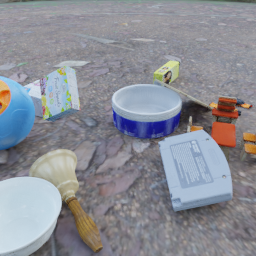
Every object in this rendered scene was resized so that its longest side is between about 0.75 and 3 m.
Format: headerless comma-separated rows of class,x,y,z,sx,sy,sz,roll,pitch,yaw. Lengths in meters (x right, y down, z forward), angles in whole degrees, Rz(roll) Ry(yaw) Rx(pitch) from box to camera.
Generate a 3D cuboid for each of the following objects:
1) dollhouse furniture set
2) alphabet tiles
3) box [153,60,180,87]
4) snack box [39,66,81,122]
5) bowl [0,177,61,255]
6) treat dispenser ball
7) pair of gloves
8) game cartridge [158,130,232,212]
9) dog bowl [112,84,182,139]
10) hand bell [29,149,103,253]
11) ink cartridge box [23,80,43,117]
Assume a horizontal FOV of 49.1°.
dollhouse furniture set,3.467,-0.046,10.150,2.532,1.305,2.505,9,33,14
alphabet tiles,2.504,-1.406,12.052,2.910,0.092,2.421,14,17,-46
box,2.132,-2.926,15.265,0.599,0.900,2.391,15,36,25
snack box,-2.176,-1.064,8.887,1.215,1.441,0.488,-18,-16,28
bowl,-2.671,2.276,6.657,2.259,1.015,2.259,0,32,0
treat dispenser ball,-4.589,-0.511,9.731,2.578,2.578,2.578,0,32,0
pair of gloves,4.729,-1.078,12.894,1.496,0.208,1.680,27,40,37
game cartridge,2.002,1.162,8.439,1.835,0.557,2.753,-16,36,8
dog bowl,0.756,-0.759,11.503,2.801,1.103,2.801,0,32,0
hand bell,-1.422,2.004,7.303,1.443,1.443,2.772,-19,49,-28
ink cartridge box,-3.701,-1.544,12.890,1.680,0.984,2.325,16,34,25
